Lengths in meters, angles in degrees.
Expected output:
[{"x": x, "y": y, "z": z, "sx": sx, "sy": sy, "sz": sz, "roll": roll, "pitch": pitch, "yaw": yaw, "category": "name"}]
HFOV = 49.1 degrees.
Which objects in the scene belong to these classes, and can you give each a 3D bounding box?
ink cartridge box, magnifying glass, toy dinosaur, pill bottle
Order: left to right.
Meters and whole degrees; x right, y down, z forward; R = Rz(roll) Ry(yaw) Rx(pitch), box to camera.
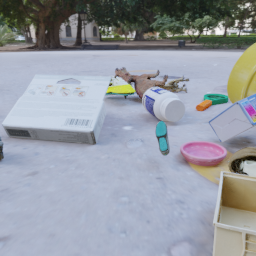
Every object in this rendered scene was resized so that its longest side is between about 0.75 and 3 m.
[{"x": -1.949, "y": -0.652, "z": 8.298, "sx": 2.665, "sy": 0.580, "sz": 2.313, "roll": 4, "pitch": 46, "yaw": 11, "category": "ink cartridge box"}, {"x": 0.681, "y": -1.714, "z": 12.240, "sx": 1.903, "sy": 1.205, "sz": 2.808, "roll": -18, "pitch": 38, "yaw": -22, "category": "toy dinosaur"}, {"x": 1.222, "y": -0.785, "z": 9.566, "sx": 0.996, "sy": 0.996, "sz": 1.664, "roll": -6, "pitch": 20, "yaw": -17, "category": "pill bottle"}, {"x": 2.200, "y": -2.086, "z": 14.117, "sx": 1.463, "sy": 0.842, "sz": 2.893, "roll": -6, "pitch": 5, "yaw": 33, "category": "toy dinosaur"}, {"x": 3.441, "y": -1.094, "z": 11.671, "sx": 1.038, "sy": 0.292, "sz": 2.607, "roll": 12, "pitch": 21, "yaw": 31, "category": "magnifying glass"}, {"x": 3.222, "y": -0.406, "z": 7.206, "sx": 1.861, "sy": 0.710, "sz": 1.270, "roll": -20, "pitch": -14, "yaw": -25, "category": "ink cartridge box"}]

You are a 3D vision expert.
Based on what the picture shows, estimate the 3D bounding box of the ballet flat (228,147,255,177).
[{"x": 2.938, "y": 0.880, "z": 4.689, "sx": 0.982, "sy": 0.921, "sz": 2.715, "roll": -4, "pitch": 14, "yaw": -44, "category": "ballet flat"}]

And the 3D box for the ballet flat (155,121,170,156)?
[{"x": 0.782, "y": 0.243, "z": 6.321, "sx": 0.280, "sy": 0.265, "sz": 0.832, "roll": -11, "pitch": 55, "yaw": 13, "category": "ballet flat"}]

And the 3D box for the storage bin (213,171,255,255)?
[{"x": 1.960, "y": 1.320, "z": 3.908, "sx": 1.421, "sy": 0.671, "sz": 1.431, "roll": 6, "pitch": 19, "yaw": 20, "category": "storage bin"}]

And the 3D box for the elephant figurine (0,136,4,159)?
[{"x": -3.154, "y": 0.474, "z": 6.394, "sx": 1.057, "sy": 0.748, "sz": 0.820, "roll": -7, "pitch": 33, "yaw": 1, "category": "elephant figurine"}]

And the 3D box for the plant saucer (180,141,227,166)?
[{"x": 1.764, "y": 0.609, "z": 6.609, "sx": 1.066, "sy": 0.270, "sz": 1.066, "roll": -1, "pitch": 18, "yaw": 0, "category": "plant saucer"}]

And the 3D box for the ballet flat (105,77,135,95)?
[{"x": -0.499, "y": -1.772, "z": 11.953, "sx": 0.754, "sy": 0.756, "sz": 2.256, "roll": -11, "pitch": 12, "yaw": -31, "category": "ballet flat"}]

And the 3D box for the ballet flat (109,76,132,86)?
[{"x": -1.067, "y": -2.115, "z": 13.660, "sx": 2.574, "sy": 0.866, "sz": 0.876, "roll": -1, "pitch": 18, "yaw": -2, "category": "ballet flat"}]

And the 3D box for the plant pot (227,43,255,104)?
[{"x": 5.007, "y": -1.227, "z": 8.914, "sx": 2.627, "sy": 2.627, "sz": 2.471, "roll": -8, "pitch": 37, "yaw": -22, "category": "plant pot"}]
